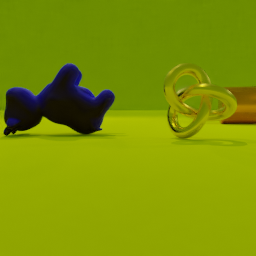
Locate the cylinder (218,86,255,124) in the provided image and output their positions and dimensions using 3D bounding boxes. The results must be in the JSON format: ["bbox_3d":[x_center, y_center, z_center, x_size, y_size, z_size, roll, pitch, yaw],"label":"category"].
[{"bbox_3d":[3.470,-0.708,8.723,1.153,1.153,1.153,0,4,11],"label":"cylinder"}]

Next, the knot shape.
[{"bbox_3d":[0.987,-0.474,4.326,1.154,1.080,0.533,-24,6,28],"label":"knot shape"}]

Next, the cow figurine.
[{"bbox_3d":[-1.278,-0.311,5.056,1.723,1.695,0.946,35,0,-5],"label":"cow figurine"}]
